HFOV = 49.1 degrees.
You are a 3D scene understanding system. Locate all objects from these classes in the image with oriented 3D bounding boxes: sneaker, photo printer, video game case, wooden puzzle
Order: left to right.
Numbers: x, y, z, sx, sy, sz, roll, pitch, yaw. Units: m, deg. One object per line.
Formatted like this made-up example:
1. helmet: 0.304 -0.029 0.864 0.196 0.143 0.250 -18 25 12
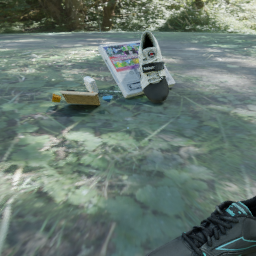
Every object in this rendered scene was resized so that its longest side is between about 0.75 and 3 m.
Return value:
1. wooden puzzle: -1.694 -1.111 10.101 2.202 0.258 1.486 5 -10 -6
2. photo printer: -1.612 -1.853 12.122 0.281 0.674 0.810 -30 35 -18
3. video game case: 0.435 -2.700 12.368 2.843 0.327 2.590 -18 72 -34
4. sneaker: 0.868 -2.409 10.828 1.075 2.901 1.284 -13 -19 7
5. sneaker: 1.178 1.467 3.824 2.293 0.909 0.865 -12 22 -21
